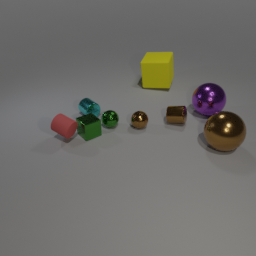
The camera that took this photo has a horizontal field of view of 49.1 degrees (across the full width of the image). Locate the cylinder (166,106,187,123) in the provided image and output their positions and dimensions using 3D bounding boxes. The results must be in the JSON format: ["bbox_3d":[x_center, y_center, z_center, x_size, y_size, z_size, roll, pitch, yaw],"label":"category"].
[{"bbox_3d":[1.962,-0.544,11.272,0.700,0.700,0.700,1,30,24],"label":"cylinder"}]

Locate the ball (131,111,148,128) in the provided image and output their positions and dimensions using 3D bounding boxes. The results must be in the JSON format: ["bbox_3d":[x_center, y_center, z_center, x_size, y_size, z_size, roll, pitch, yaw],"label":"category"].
[{"bbox_3d":[0.458,-0.330,11.054,0.700,0.700,0.700,0,32,0],"label":"ball"}]

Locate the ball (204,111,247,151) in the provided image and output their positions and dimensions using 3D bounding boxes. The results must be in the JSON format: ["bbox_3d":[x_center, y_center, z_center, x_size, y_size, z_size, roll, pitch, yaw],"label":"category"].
[{"bbox_3d":[3.341,0.108,9.687,1.400,1.400,1.400,0,32,0],"label":"ball"}]

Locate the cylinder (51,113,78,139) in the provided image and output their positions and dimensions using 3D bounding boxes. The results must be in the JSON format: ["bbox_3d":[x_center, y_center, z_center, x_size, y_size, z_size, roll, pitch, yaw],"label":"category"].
[{"bbox_3d":[-2.306,-0.075,10.141,0.700,0.700,0.700,27,39,15],"label":"cylinder"}]

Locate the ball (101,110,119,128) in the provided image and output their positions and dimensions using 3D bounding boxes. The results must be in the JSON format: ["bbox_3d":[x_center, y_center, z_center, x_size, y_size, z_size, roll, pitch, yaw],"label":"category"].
[{"bbox_3d":[-0.707,-0.364,11.100,0.700,0.700,0.700,0,32,0],"label":"ball"}]

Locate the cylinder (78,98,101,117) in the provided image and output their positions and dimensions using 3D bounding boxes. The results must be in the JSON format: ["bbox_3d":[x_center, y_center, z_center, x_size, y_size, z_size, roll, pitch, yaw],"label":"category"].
[{"bbox_3d":[-1.634,-0.839,11.868,0.700,0.700,0.700,-22,38,-31],"label":"cylinder"}]

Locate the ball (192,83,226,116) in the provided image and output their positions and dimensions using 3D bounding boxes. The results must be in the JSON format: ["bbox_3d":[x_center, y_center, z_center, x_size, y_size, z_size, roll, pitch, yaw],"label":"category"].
[{"bbox_3d":[3.401,-1.197,11.780,1.400,1.400,1.400,0,32,0],"label":"ball"}]

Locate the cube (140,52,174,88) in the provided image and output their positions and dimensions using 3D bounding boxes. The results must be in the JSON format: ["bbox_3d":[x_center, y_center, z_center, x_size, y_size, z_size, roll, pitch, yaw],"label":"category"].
[{"bbox_3d":[1.523,-2.967,14.306,1.400,1.400,1.400,4,36,17],"label":"cube"}]

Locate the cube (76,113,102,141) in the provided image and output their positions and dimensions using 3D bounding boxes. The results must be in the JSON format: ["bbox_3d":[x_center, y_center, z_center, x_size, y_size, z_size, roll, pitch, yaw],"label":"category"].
[{"bbox_3d":[-1.480,-0.050,10.606,0.700,0.700,0.700,-22,38,-31],"label":"cube"}]
